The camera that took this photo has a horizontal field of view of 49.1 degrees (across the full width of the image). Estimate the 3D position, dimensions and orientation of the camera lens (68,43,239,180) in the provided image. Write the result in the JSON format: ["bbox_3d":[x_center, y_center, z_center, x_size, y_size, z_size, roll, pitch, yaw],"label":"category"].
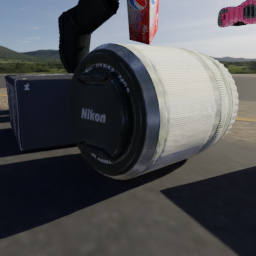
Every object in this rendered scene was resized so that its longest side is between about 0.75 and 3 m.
[{"bbox_3d":[0.441,-0.368,4.948,2.612,2.089,2.089,-11,17,-41],"label":"camera lens"}]

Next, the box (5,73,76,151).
[{"bbox_3d":[-1.502,-0.623,7.269,2.897,1.508,2.638,-6,14,-25],"label":"box"}]

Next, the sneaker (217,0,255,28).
[{"bbox_3d":[2.901,-2.719,6.760,0.711,0.589,1.490,-1,14,-28],"label":"sneaker"}]

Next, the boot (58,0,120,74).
[{"bbox_3d":[-1.226,-3.278,9.069,2.335,2.850,1.054,-26,-22,38],"label":"boot"}]

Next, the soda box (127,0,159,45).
[{"bbox_3d":[0.469,-3.777,8.542,0.774,2.440,0.854,19,63,15],"label":"soda box"}]
